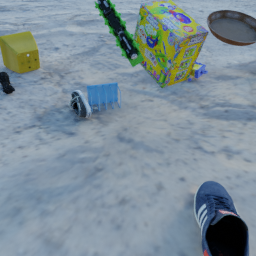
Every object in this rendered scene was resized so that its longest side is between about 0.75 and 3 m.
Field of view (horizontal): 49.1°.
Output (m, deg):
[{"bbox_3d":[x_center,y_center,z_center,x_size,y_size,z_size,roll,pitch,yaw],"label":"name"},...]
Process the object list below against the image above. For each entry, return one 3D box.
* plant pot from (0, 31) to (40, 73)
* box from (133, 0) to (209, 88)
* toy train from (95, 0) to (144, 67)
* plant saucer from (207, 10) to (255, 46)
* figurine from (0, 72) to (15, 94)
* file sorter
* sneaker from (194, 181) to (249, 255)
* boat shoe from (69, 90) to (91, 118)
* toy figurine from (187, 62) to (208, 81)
[{"bbox_3d":[-4.465,-3.102,11.875,1.384,1.384,1.221,-24,52,-31],"label":"plant pot"},{"bbox_3d":[1.026,-2.296,7.624,1.010,1.595,1.656,-22,60,-26],"label":"box"},{"bbox_3d":[-0.244,-2.589,7.369,0.508,0.687,2.434,-30,61,9],"label":"toy train"},{"bbox_3d":[2.368,-2.203,6.228,1.298,0.224,1.298,2,51,-3],"label":"plant saucer"},{"bbox_3d":[-4.846,-1.491,10.187,1.247,0.537,1.216,-20,43,-25],"label":"figurine"},{"bbox_3d":[-0.772,-0.988,9.239,1.035,0.718,0.635,-9,39,-13],"label":"file sorter"},{"bbox_3d":[1.718,1.664,5.055,0.899,1.014,2.399,3,34,5],"label":"sneaker"},{"bbox_3d":[-1.662,-0.784,9.087,0.491,0.530,1.436,-4,41,-30],"label":"boat shoe"},{"bbox_3d":[2.514,-2.419,11.051,1.281,1.128,2.138,27,43,26],"label":"toy figurine"}]
